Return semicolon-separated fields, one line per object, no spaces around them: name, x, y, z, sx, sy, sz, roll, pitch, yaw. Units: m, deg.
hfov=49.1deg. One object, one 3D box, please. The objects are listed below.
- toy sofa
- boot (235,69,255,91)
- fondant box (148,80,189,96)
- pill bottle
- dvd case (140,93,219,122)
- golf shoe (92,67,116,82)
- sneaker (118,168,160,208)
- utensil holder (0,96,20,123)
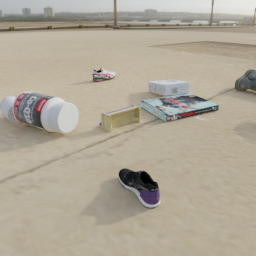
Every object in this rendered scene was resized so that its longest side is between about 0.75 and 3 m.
toy sofa;-0.339;-0.468;11.321;1.672;0.692;0.816;-18;31;-35
boot;7.555;-2.424;15.289;2.657;0.964;2.416;15;42;44
fondant box;2.115;-2.169;14.814;1.439;0.581;1.995;-9;17;-18
pill bottle;-3.177;-0.607;10.822;2.353;1.340;1.340;14;28;29
dvd case;2.361;-1.038;13.013;2.979;0.328;2.174;-13;28;-25
golf shoe;-1.466;-3.422;17.675;1.743;0.802;0.633;-20;31;-39
sneaker;0.310;1.330;7.350;0.615;0.711;1.623;-16;29;-31
utensil holder;-4.791;-0.772;11.785;0.887;0.887;1.044;-18;32;-34
